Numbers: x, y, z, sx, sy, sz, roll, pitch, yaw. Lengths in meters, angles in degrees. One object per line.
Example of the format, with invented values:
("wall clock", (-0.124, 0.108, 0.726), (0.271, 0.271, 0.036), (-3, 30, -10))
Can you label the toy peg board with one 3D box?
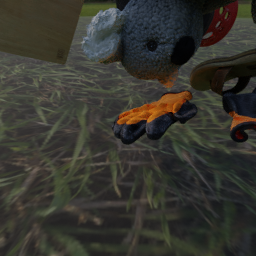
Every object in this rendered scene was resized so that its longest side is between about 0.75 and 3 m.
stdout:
("toy peg board", (-2.693, -3.364, 7.384), (1.325, 2.697, 2.708), (30, 18, 31))

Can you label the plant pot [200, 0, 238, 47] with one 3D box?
("plant pot", (1.921, -3.609, 8.505), (2.186, 2.186, 1.991), (22, 25, 38))

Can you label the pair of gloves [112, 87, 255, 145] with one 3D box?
("pair of gloves", (1.041, -0.295, 3.708), (2.346, 0.290, 2.090), (-3, 18, 32))

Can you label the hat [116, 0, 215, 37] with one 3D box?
("hat", (0.831, -2.834, 6.027), (2.341, 2.341, 0.944), (1, 2, 1))

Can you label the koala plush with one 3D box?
("koala plush", (0.581, -1.514, 3.531), (1.931, 2.178, 2.001), (7, 40, -35))

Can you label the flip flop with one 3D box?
("flip flop", (1.540, -0.726, 4.133), (0.690, 0.490, 1.702), (11, -6, -30))
